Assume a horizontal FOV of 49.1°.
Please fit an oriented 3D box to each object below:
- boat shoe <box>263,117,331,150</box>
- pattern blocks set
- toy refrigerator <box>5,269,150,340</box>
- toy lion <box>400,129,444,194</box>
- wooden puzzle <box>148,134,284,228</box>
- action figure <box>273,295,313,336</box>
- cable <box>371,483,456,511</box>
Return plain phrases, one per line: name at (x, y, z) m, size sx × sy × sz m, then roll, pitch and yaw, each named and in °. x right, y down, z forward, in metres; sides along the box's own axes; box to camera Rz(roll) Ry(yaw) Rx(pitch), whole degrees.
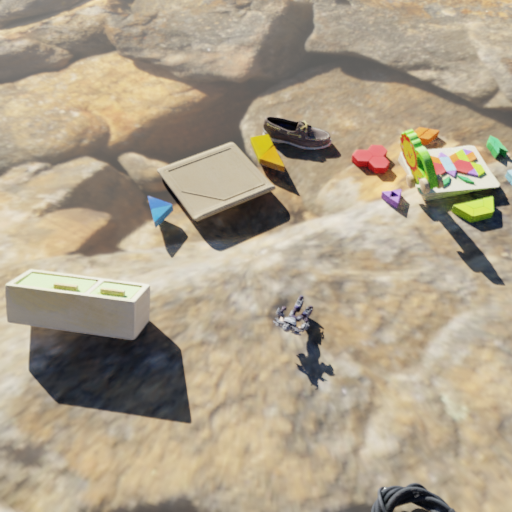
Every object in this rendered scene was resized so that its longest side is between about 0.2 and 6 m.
boat shoe at (0.959, -2.901, 13.090) m, size 1.639 × 0.488 × 0.589 m, roll 12°, pitch 50°, yaw 11°
pattern blocks set at (4.197, -1.896, 12.357) m, size 3.443 × 0.279 × 3.026 m, roll -18°, pitch 51°, yaw -15°
toy refrigerator at (-2.991, 0.771, 9.502) m, size 2.215 × 0.775 × 0.841 m, roll 8°, pitch 18°, yaw 6°
toy lion at (3.270, -1.951, 11.354) m, size 0.433 × 1.209 × 1.261 m, roll -19°, pitch 15°, yaw 0°
wooden puzzle at (-0.851, -1.613, 12.086) m, size 3.307 × 0.387 × 2.231 m, roll -19°, pitch 47°, yaw -16°
action figure at (0.653, 1.041, 9.532) m, size 0.597 × 0.319 × 0.918 m, roll 34°, pitch 33°, yaw 11°
cable at (2.160, 3.883, 7.269) m, size 1.522 × 0.474 × 1.865 m, roll -31°, pitch 60°, yaw -18°
